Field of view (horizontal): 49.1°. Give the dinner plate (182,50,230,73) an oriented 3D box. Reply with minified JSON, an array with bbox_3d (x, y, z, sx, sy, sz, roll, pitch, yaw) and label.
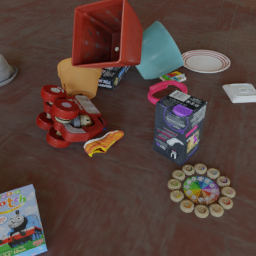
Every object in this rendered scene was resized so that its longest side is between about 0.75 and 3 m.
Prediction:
[{"bbox_3d":[4.431,-3.819,16.289,2.861,0.347,2.861,0,40,0],"label":"dinner plate"}]

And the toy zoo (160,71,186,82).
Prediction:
[{"bbox_3d":[2.502,-2.723,15.125,1.339,0.137,0.879,-20,43,-22],"label":"toy zoo"}]

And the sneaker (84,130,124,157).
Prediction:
[{"bbox_3d":[-0.859,0.612,10.830,1.704,0.622,0.657,-26,68,-24],"label":"sneaker"}]

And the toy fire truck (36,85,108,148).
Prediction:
[{"bbox_3d":[-2.167,-0.515,11.438,2.518,1.681,2.998,-4,36,-36],"label":"toy fire truck"}]

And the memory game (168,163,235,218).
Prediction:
[{"bbox_3d":[2.430,2.012,9.327,2.226,0.142,2.226,0,39,0],"label":"memory game"}]

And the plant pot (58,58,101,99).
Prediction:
[{"bbox_3d":[-2.227,-2.182,13.020,2.037,2.037,1.425,-3,76,-4],"label":"plant pot"}]

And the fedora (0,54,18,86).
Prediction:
[{"bbox_3d":[-7.272,-3.272,14.927,2.427,1.239,2.744,-7,40,-9],"label":"fedora"}]

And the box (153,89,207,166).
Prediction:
[{"bbox_3d":[1.816,-0.011,10.116,1.382,2.261,1.199,30,48,32],"label":"box"}]

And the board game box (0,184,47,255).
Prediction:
[{"bbox_3d":[-3.427,2.807,8.139,1.698,0.411,2.244,-16,41,-18],"label":"board game box"}]

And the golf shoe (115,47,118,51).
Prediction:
[{"bbox_3d":[-1.181,-5.206,17.546,2.069,0.947,0.779,-7,41,-6],"label":"golf shoe"}]

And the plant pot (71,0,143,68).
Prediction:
[{"bbox_3d":[-0.643,-3.506,11.329,2.380,2.378,2.098,4,0,32],"label":"plant pot"}]

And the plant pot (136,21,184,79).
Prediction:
[{"bbox_3d":[1.290,-3.802,14.601,2.129,2.653,2.653,-33,42,7],"label":"plant pot"}]

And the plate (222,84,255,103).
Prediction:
[{"bbox_3d":[5.702,-1.804,13.915,1.565,0.253,1.562,-2,39,-3],"label":"plate"}]

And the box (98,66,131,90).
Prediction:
[{"bbox_3d":[-1.596,-3.281,15.367,2.828,0.708,2.850,12,41,15],"label":"box"}]

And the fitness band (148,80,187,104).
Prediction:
[{"bbox_3d":[1.934,-1.722,13.752,2.077,0.389,1.492,-26,49,-27],"label":"fitness band"}]
